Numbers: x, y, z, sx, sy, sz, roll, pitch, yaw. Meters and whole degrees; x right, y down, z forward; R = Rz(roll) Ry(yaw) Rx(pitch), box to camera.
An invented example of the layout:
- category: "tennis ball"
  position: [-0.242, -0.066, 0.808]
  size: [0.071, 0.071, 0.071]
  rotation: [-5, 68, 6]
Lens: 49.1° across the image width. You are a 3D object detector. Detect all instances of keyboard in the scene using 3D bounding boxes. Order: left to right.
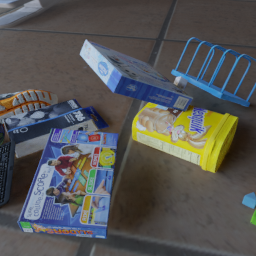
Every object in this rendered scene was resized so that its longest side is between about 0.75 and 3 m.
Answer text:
- category: "keyboard"
  position: [-3.224, 1.090, 6.715]
  size: [0.960, 0.366, 1.845]
  rotation: [-26, 45, 11]

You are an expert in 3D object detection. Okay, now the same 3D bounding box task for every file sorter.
- category: "file sorter"
  position: [3.035, -1.954, 9.496]
  size: [1.654, 1.462, 2.383]
  rotation: [8, 23, -38]

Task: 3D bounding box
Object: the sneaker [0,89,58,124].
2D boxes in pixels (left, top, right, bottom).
- category: "sneaker"
  position: [-3.563, -0.796, 9.056]
  size: [2.520, 0.986, 0.973]
  rotation: [-12, 29, -18]

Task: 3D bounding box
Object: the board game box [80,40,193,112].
- category: "board game box"
  position: [0.188, -1.434, 7.703]
  size: [2.420, 0.525, 2.408]
  rotation: [11, 28, -36]

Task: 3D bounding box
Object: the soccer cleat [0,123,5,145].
- category: "soccer cleat"
  position: [-4.861, 0.322, 7.584]
  size: [2.839, 0.918, 1.188]
  rotation: [-6, 40, -7]

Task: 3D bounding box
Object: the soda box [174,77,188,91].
- category: "soda box"
  position: [1.596, -1.182, 9.236]
  size: [0.316, 0.991, 0.338]
  rotation: [26, -6, -19]

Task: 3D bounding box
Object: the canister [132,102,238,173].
- category: "canister"
  position: [1.561, 0.053, 7.848]
  size: [2.449, 1.060, 1.819]
  rotation: [20, 42, 26]

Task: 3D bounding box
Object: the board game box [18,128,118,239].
- category: "board game box"
  position: [-1.146, 1.065, 6.142]
  size: [1.682, 0.428, 2.485]
  rotation: [5, 45, 1]

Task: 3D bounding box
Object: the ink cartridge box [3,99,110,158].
- category: "ink cartridge box"
  position: [-2.139, -0.160, 8.531]
  size: [2.888, 0.566, 1.436]
  rotation: [-19, 41, -25]

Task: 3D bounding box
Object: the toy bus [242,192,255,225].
- category: "toy bus"
  position: [3.644, 1.571, 5.926]
  size: [1.743, 0.954, 1.847]
  rotation: [-28, 45, -32]
